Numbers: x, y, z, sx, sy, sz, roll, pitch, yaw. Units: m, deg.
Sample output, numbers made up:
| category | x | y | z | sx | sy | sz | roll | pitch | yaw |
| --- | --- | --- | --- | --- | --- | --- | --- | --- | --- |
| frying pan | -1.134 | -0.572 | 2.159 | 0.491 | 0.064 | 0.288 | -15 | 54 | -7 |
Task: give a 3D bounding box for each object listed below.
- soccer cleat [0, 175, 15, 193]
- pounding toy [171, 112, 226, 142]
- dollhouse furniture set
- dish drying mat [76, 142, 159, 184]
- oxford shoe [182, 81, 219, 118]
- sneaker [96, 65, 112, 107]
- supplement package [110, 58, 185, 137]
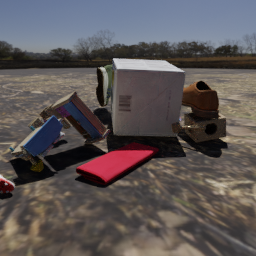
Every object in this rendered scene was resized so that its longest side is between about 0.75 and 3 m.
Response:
| category | x | y | z | sx | sy | sz | roll | pitch | yaw |
| --- | --- | --- | --- | --- | --- | --- | --- | --- | --- |
| soccer cleat | -2.585 | 1.084 | 5.621 | 0.888 | 0.305 | 0.378 | 1 | 19 | 22 |
| pounding toy | 2.149 | 0.067 | 8.657 | 1.622 | 0.742 | 1.425 | -10 | 21 | -5 |
| dollhouse furniture set | -2.021 | 0.453 | 7.601 | 2.138 | 1.478 | 2.265 | -15 | 31 | 49 |
| dish drying mat | -0.165 | 0.794 | 6.869 | 0.890 | 0.211 | 2.318 | 11 | 18 | 32 |
| oxford shoe | 2.277 | -1.122 | 9.312 | 0.977 | 0.976 | 2.739 | -1 | 17 | -13 |
| sneaker | -0.738 | -1.926 | 12.750 | 1.230 | 0.919 | 2.741 | -23 | -20 | -16 |
| supplement package | 0.506 | -1.189 | 9.857 | 2.120 | 2.136 | 2.814 | 2 | 20 | -6 |
